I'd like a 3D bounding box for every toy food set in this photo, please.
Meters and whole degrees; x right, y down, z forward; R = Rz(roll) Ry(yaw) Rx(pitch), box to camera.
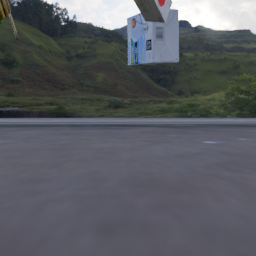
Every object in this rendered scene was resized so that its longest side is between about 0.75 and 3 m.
[{"bbox_3d":[-2.194,-2.300,4.579,0.306,1.054,1.527,-17,-29,-17],"label":"toy food set"}]

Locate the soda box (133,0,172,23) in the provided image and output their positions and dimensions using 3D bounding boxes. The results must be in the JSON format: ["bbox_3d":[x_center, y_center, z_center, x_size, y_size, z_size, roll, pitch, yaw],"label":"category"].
[{"bbox_3d":[0.376,-2.825,5.598,0.517,0.553,1.624,16,-9,28],"label":"soda box"}]

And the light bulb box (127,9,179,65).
[{"bbox_3d":[0.877,-3.267,10.328,1.157,1.838,1.855,-7,11,-27],"label":"light bulb box"}]
